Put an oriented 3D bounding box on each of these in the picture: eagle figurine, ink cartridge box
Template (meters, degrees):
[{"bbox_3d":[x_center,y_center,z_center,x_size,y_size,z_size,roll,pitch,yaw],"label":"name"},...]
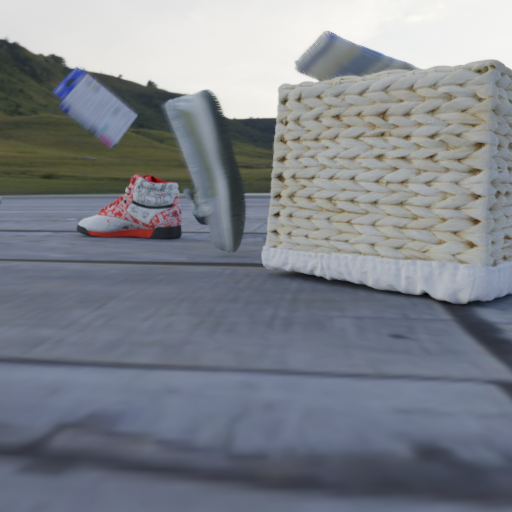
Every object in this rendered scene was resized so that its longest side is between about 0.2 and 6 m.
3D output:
[{"bbox_3d":[-0.915,-0.909,9.593,0.512,0.674,0.509,-36,64,-25],"label":"eagle figurine"},{"bbox_3d":[-2.788,-2.560,9.664,1.297,0.774,0.272,40,-35,-22],"label":"ink cartridge box"}]

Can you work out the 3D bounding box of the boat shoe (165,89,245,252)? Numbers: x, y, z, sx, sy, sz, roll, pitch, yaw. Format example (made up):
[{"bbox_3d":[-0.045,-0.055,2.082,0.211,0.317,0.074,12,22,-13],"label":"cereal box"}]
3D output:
[{"bbox_3d":[-0.745,-1.242,8.613,0.793,2.473,0.912,-9,13,17],"label":"boat shoe"}]

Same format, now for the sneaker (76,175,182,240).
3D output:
[{"bbox_3d":[-2.653,-1.040,11.669,2.411,1.292,0.805,3,8,20],"label":"sneaker"}]

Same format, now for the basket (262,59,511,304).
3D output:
[{"bbox_3d":[2.037,-0.888,6.887,2.906,2.337,2.880,9,11,42],"label":"basket"}]

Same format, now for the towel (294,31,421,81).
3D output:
[{"bbox_3d":[1.531,-2.563,7.782,1.826,0.217,1.341,15,-3,-12],"label":"towel"}]
